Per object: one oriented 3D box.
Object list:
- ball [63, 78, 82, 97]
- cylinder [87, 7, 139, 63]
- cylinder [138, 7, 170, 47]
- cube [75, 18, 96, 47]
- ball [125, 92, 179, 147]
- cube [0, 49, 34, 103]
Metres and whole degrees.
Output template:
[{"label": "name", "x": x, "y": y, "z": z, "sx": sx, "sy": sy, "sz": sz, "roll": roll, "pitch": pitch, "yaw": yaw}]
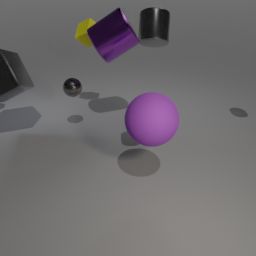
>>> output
[{"label": "ball", "x": -2.025, "y": -1.481, "z": 10.238, "sx": 0.700, "sy": 0.700, "sz": 0.700, "roll": 0, "pitch": 29, "yaw": 0}, {"label": "cylinder", "x": -0.513, "y": -3.282, "z": 9.998, "sx": 1.400, "sy": 1.400, "sz": 1.400, "roll": -30, "pitch": 27, "yaw": 12}, {"label": "cylinder", "x": 0.605, "y": -2.297, "z": 6.455, "sx": 0.700, "sy": 0.700, "sz": 0.700, "roll": 3, "pitch": 1, "yaw": 0}, {"label": "cube", "x": -1.542, "y": -3.727, "z": 10.996, "sx": 0.700, "sy": 0.700, "sz": 0.700, "roll": -5, "pitch": -23, "yaw": 40}, {"label": "ball", "x": 0.611, "y": -0.219, "z": 7.217, "sx": 1.400, "sy": 1.400, "sz": 1.400, "roll": 0, "pitch": 29, "yaw": 0}, {"label": "cube", "x": -4.450, "y": -1.783, "z": 9.873, "sx": 1.400, "sy": 1.400, "sz": 1.400, "roll": -25, "pitch": 8, "yaw": 6}]
